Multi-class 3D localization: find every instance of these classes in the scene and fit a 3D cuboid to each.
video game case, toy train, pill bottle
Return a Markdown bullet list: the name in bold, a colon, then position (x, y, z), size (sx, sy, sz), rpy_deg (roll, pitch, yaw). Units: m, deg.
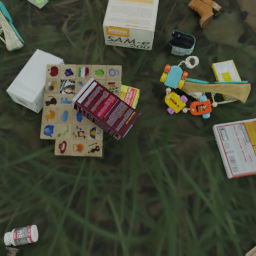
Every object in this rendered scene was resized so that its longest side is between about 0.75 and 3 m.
- **video game case**: position (3.954, 0.521, 8.522), size (2.353, 0.205, 1.683), rpy_deg (-9, 67, -3)
- **toy train**: position (1.849, -1.199, 8.798), size (1.512, 0.560, 2.013), rpy_deg (-16, 110, 14)
- **pill bottle**: position (-2.818, 2.854, 7.395), size (0.772, 0.427, 0.427), rpy_deg (-11, 67, -5)

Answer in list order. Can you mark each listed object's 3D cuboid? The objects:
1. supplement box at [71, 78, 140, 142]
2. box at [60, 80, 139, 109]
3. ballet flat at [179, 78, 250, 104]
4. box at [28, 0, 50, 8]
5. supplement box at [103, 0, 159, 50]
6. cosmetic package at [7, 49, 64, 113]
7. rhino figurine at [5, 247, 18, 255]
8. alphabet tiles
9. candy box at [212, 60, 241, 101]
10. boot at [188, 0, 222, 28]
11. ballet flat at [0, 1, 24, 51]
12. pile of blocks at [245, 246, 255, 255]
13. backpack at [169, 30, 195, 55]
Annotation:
- **supplement box**: position (-0.633, -0.512, 7.967), size (1.734, 0.528, 0.943), rpy_deg (37, 68, -1)
- **box**: position (-0.923, -1.046, 8.956), size (2.442, 0.612, 0.919), rpy_deg (17, 71, 6)
- **ballet flat**: position (2.592, -1.167, 8.915), size (2.420, 0.830, 0.763), rpy_deg (6, 102, 15)
- **box**: position (-3.355, -5.504, 11.086), size (1.110, 0.280, 1.538), rpy_deg (35, 72, 14)
- **supplement box**: position (0.203, -4.294, 10.159), size (1.727, 1.007, 2.740), rpy_deg (8, 67, 4)
- **cosmetic package**: position (-2.927, -1.556, 9.143), size (1.024, 0.736, 1.815), rpy_deg (26, 68, 10)
- **rhino figurine**: position (-3.803, 3.407, 7.074), size (2.000, 0.598, 0.875), rpy_deg (5, 67, 4)
- **alphabet tiles**: position (-1.413, -0.561, 8.467), size (2.353, 0.106, 2.815), rpy_deg (2, 81, 3)
- **candy box**: position (3.398, -1.613, 9.453), size (0.733, 0.189, 1.435), rpy_deg (-10, 67, -4)
- **boot**: position (2.718, -4.369, 10.491), size (1.082, 0.515, 1.399), rpy_deg (35, 59, 13)
- **ballet flat**: position (-4.484, -3.692, 10.084), size (0.691, 0.747, 2.216), rpy_deg (-31, 70, -2)
- **pile of blocks**: position (4.191, 3.044, 6.977), size (2.331, 0.725, 0.957), rpy_deg (-12, 54, 3)
- **backpack**: position (1.902, -2.915, 9.768), size (0.833, 0.639, 0.732), rpy_deg (13, 67, 15)
